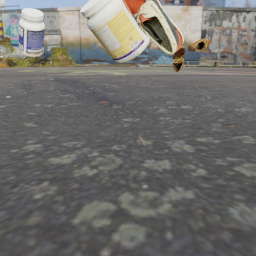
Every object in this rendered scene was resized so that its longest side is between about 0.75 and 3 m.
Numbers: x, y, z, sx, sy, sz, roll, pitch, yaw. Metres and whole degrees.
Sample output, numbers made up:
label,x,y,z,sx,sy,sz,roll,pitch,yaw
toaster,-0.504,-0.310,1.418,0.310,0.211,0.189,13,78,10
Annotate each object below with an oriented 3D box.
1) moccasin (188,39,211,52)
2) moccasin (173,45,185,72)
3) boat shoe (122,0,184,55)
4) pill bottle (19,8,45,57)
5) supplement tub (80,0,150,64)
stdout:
label,x,y,z,sx,sy,sz,roll,pitch,yaw
moccasin,2.240,-2.538,8.546,0.932,0.341,0.360,-20,27,-37
moccasin,1.697,-2.332,9.466,0.433,0.457,1.185,0,-26,-2
boat shoe,0.433,-2.121,5.494,0.580,1.631,0.510,-36,11,48
pill bottle,-2.962,-2.931,8.628,0.749,1.295,0.749,12,39,-10
supplement tub,-0.470,-3.874,10.656,1.746,2.402,1.746,-29,33,21
